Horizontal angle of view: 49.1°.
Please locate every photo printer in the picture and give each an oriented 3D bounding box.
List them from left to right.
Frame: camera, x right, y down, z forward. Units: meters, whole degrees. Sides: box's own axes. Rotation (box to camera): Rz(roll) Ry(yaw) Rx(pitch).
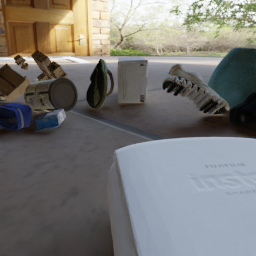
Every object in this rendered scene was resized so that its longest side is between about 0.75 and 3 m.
[{"bbox_3d":[0.992,0.867,2.784,2.337,0.975,2.808,-2,18,-6],"label":"photo printer"}]

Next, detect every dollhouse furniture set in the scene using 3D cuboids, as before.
[{"bbox_3d":[-4.001,-1.472,11.013,2.461,1.409,2.886,34,73,34],"label":"dollhouse furniture set"}]

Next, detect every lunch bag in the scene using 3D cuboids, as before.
[{"bbox_3d":[-2.991,-0.304,7.240,0.876,0.595,0.579,9,19,26],"label":"lunch bag"}]

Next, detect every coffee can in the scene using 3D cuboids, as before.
[{"bbox_3d":[-2.290,-0.956,8.297,1.323,0.968,0.968,2,15,39],"label":"coffee can"}]

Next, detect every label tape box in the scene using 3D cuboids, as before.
[{"bbox_3d":[-2.029,-0.213,7.262,0.602,0.278,0.840,-11,18,8],"label":"label tape box"}]

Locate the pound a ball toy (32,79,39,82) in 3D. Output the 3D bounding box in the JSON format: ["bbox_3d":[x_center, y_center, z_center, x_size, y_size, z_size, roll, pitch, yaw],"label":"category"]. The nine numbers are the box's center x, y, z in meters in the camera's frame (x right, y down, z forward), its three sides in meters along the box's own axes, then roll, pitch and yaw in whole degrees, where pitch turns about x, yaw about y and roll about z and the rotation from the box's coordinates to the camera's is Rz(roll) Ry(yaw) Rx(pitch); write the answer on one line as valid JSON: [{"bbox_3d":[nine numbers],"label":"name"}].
[{"bbox_3d":[-3.643,-1.859,12.272,1.418,0.603,0.925,11,20,31],"label":"pound a ball toy"}]

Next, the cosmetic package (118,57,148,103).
[{"bbox_3d":[0.145,-1.996,11.134,1.131,1.572,2.787,0,15,0],"label":"cosmetic package"}]

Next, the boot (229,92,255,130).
[{"bbox_3d":[3.788,-0.388,7.328,1.935,0.716,1.585,-24,26,-38],"label":"boot"}]

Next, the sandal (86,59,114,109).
[{"bbox_3d":[-0.864,-1.632,10.011,0.784,1.091,2.747,29,32,-22],"label":"sandal"}]

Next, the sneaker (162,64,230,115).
[{"bbox_3d":[2.085,-1.124,8.204,2.192,0.888,0.824,28,-29,-13],"label":"sneaker"}]

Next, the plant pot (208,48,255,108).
[{"bbox_3d":[4.163,-1.785,9.693,2.774,1.868,2.774,2,18,-1],"label":"plant pot"}]

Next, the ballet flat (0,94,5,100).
[{"bbox_3d":[-4.938,-1.182,10.738,0.790,0.273,0.281,-10,39,-31],"label":"ballet flat"}]
